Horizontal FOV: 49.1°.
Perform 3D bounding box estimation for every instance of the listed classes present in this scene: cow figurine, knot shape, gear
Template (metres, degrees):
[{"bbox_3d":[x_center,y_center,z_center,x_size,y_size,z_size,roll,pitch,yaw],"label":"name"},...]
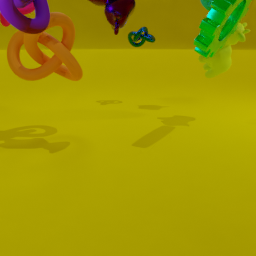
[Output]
[{"bbox_3d":[-0.578,-2.736,5.756,1.490,1.466,0.818,5,0,-6],"label":"cow figurine"},{"bbox_3d":[2.849,-2.325,8.300,1.542,1.567,0.860,-19,47,22],"label":"cow figurine"},{"bbox_3d":[-1.985,-2.017,7.008,1.992,1.864,0.920,14,44,-15],"label":"knot shape"},{"bbox_3d":[-1.811,-2.824,5.143,0.840,1.700,1.817,8,50,-10],"label":"knot shape"},{"bbox_3d":[-3.954,-4.221,9.632,1.577,0.729,1.476,-48,46,-13],"label":"knot shape"},{"bbox_3d":[2.300,-2.600,6.587,0.364,1.968,1.968,39,32,17],"label":"gear"},{"bbox_3d":[0.583,-3.520,10.897,1.025,0.506,1.095,-2,-3,-21],"label":"knot shape"}]

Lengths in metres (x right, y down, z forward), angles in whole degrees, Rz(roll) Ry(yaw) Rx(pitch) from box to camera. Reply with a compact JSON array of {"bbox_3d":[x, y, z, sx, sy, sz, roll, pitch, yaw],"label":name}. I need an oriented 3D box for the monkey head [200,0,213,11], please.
[{"bbox_3d":[2.953,-4.480,9.487,0.976,1.356,0.817,-40,4,30],"label":"monkey head"}]
